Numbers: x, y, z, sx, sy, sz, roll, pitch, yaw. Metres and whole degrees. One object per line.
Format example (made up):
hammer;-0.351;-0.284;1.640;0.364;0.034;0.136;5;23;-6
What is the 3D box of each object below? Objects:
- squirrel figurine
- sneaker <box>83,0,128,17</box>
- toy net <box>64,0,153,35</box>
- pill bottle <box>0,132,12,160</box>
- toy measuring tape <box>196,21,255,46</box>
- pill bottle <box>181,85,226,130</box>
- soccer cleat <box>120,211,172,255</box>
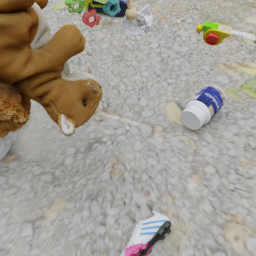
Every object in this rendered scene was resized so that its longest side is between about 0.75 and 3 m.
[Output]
squirrel figurine;-1.968;-0.936;5.467;2.844;2.654;2.012;-34;24;-4
sneaker;-0.909;-5.965;13.338;2.371;0.877;0.975;17;48;13
toy net;-0.235;-2.900;7.117;2.583;1.355;0.499;18;26;-44
pill bottle;-4.452;-0.061;7.765;2.379;1.321;1.321;34;57;26
toy measuring tape;2.572;-2.394;7.437;1.599;0.588;0.588;19;51;7
pill bottle;2.297;-0.630;8.596;0.844;0.844;1.459;32;56;25
soccer cleat;0.293;2.434;6.174;1.499;0.523;0.647;-32;40;-27
